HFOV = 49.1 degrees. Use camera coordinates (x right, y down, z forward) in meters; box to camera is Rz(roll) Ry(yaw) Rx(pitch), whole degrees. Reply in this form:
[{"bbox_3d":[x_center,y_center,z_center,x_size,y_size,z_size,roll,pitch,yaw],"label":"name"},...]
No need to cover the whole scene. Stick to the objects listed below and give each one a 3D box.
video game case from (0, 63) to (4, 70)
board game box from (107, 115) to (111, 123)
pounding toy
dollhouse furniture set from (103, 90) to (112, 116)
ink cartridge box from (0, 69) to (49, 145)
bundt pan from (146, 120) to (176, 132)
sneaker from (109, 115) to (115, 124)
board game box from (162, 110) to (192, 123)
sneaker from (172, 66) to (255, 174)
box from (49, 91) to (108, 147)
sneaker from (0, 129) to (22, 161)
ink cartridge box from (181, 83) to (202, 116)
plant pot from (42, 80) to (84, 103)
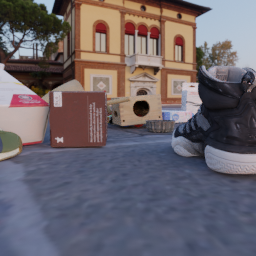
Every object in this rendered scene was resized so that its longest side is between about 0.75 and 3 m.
[{"bbox_3d":[-5.623,-1.389,11.858,0.238,2.037,1.852,14,-33,-20],"label":"video game case"},{"bbox_3d":[-1.230,-0.555,15.079,1.337,0.420,2.798,2,8,10],"label":"board game box"},{"bbox_3d":[-0.113,-0.607,11.058,2.756,1.261,2.421,-7,7,-13],"label":"pounding toy"},{"bbox_3d":[-1.351,-0.900,12.066,0.877,1.160,2.156,-22,6,13],"label":"dollhouse furniture set"},{"bbox_3d":[-3.475,-0.583,6.820,2.656,1.137,1.961,31,25,36],"label":"ink cartridge box"},{"bbox_3d":[1.135,-0.069,9.820,1.068,0.401,1.068,1,6,0],"label":"bundt pan"},{"bbox_3d":[-0.207,-0.606,12.749,1.555,0.587,0.895,-35,10,9],"label":"sneaker"},{"bbox_3d":[1.403,-0.608,14.344,2.775,0.602,2.762,4,7,38],"label":"board game box"},{"bbox_3d":[1.549,-0.249,5.026,1.090,1.644,2.889,-1,5,-8],"label":"sneaker"},{"bbox_3d":[-1.164,-0.255,6.996,1.272,1.285,1.549,0,5,-3],"label":"box"},{"bbox_3d":[-2.621,0.031,4.782,0.847,1.134,2.527,1,5,9],"label":"sneaker"},{"bbox_3d":[3.705,-1.494,15.746,1.224,2.111,0.716,-1,6,-13],"label":"ink cartridge box"},{"bbox_3d":[-4.484,-1.749,19.004,2.656,2.487,2.487,-22,17,-31],"label":"plant pot"}]
